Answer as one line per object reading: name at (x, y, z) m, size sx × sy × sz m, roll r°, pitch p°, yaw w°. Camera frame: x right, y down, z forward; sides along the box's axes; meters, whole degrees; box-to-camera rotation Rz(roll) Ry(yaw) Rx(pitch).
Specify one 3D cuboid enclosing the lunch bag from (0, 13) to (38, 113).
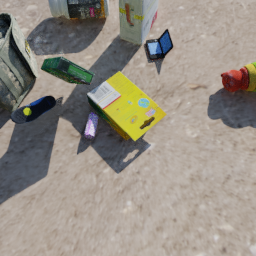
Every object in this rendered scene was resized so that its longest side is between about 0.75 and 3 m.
lunch bag at (-4.522, -2.434, 10.315) m, size 1.687 × 2.354 × 2.870 m, roll 17°, pitch 64°, yaw 14°

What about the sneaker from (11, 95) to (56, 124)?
sneaker at (-3.330, -0.598, 9.786) m, size 1.743 × 0.683 × 0.575 m, roll -37°, pitch 106°, yaw -40°

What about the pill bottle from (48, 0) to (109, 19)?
pill bottle at (-2.156, -5.683, 12.532) m, size 2.574 × 1.498 × 1.498 m, roll -4°, pitch 62°, yaw -2°

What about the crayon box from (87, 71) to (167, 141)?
crayon box at (-0.067, -0.728, 10.372) m, size 1.664 × 0.666 × 2.622 m, roll -38°, pitch 68°, yaw -18°

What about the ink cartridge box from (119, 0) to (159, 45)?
ink cartridge box at (0.480, -5.160, 11.590) m, size 1.107 × 2.654 × 1.927 m, roll 22°, pitch 64°, yaw 11°

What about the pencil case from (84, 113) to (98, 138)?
pencil case at (-1.332, -0.084, 10.188) m, size 0.395 × 0.403 × 0.942 m, roll 5°, pitch 63°, yaw 3°

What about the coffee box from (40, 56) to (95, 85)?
coffee box at (-2.159, -1.969, 9.770) m, size 1.298 × 2.111 × 0.464 m, roll 24°, pitch 87°, yaw -33°

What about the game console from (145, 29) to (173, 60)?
game console at (1.310, -3.563, 11.882) m, size 0.962 × 0.662 × 1.116 m, roll -8°, pitch 62°, yaw -4°

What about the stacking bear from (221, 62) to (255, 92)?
stacking bear at (4.703, -1.912, 10.785) m, size 2.148 × 1.221 × 1.304 m, roll -8°, pitch 62°, yaw 2°
